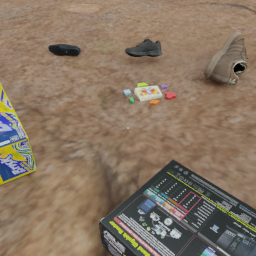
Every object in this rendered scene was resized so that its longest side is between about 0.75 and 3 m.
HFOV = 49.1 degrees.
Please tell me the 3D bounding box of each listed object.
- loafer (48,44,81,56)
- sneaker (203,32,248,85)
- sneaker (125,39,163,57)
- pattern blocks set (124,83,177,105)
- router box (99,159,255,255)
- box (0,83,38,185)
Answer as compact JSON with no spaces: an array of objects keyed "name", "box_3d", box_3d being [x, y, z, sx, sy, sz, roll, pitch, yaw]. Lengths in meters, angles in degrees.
[{"name":"loafer","box_3d":[-2.359,-2.931,10.474,1.185,0.402,0.416,6,34,0]},{"name":"sneaker","box_3d":[3.487,-2.244,9.363,1.069,0.997,2.830,34,53,13]},{"name":"sneaker","box_3d":[0.543,-2.808,9.829,1.371,0.622,0.520,-6,9,-20]},{"name":"pattern blocks set","box_3d":[0.612,-1.039,8.303,1.359,0.110,1.195,-18,42,-21]},{"name":"router box","box_3d":[1.049,1.768,4.244,2.456,0.763,1.840,31,48,34]},{"name":"box","box_3d":[-2.956,-0.036,6.349,0.882,0.961,2.742,-22,43,-24]}]
